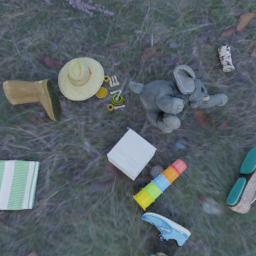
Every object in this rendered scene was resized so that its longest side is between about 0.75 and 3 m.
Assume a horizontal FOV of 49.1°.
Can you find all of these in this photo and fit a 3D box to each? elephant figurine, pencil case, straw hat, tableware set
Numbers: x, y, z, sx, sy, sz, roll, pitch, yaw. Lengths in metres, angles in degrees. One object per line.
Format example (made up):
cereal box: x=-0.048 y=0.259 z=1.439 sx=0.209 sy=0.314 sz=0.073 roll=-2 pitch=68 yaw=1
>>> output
elephant figurine: x=1.833 y=-1.196 z=9.715 sx=2.665 sy=2.068 sz=1.886 roll=-38 pitch=34 yaw=-23
pencil case: x=3.762 y=-2.638 z=10.702 sx=0.464 sy=0.403 sz=1.037 roll=-10 pitch=70 yaw=15
straw hat: x=-1.799 y=-2.020 z=10.184 sx=1.899 sy=0.804 sz=1.899 roll=-2 pitch=68 yaw=6
tableware set: x=-0.716 y=-1.306 z=10.342 sx=0.957 sy=0.218 sz=1.420 roll=-15 pitch=72 yaw=-4

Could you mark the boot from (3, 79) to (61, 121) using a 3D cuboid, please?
boot: x=-3.352 y=-0.978 z=9.914 sx=1.807 sy=0.598 sz=1.583 roll=-2 pitch=111 yaw=20

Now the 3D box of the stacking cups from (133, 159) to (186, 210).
stacking cups: x=1.094 y=1.808 z=9.074 sx=1.965 sy=0.595 sz=0.595 roll=-37 pitch=75 yaw=-12

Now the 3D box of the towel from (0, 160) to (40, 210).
towel: x=-4.116 y=1.837 z=9.245 sx=2.183 sy=0.255 sz=1.665 roll=2 pitch=72 yaw=1

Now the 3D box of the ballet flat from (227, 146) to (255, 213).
ballet flat: x=4.011 y=1.693 z=9.122 sx=0.799 sy=0.809 sz=2.377 roll=35 pitch=79 yaw=-10

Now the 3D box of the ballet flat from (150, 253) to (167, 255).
ballet flat: x=0.910 y=5.132 z=7.834 sx=1.075 sy=1.008 sz=2.973 roll=16 pitch=67 yaw=-8

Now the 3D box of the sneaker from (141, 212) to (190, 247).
sneaker: x=1.088 y=3.119 z=8.624 sx=1.589 sy=0.623 sz=0.714 roll=26 pitch=76 yaw=9

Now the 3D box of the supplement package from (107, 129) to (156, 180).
supplement package: x=0.123 y=0.887 z=9.248 sx=1.110 sy=0.854 sz=1.161 roll=38 pitch=75 yaw=12
